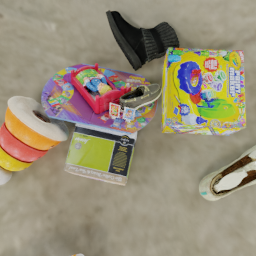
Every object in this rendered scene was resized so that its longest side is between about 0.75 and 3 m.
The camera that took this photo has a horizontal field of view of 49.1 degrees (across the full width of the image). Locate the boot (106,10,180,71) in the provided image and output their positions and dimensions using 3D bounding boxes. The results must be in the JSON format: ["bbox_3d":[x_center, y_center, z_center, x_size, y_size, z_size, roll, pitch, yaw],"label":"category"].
[{"bbox_3d":[0.385,-2.663,7.748,1.449,0.729,1.937,-31,87,-2],"label":"boot"}]

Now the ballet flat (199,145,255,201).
[{"bbox_3d":[2.920,1.073,6.855,2.506,0.781,0.845,-30,79,-7],"label":"ballet flat"}]

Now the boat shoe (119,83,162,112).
[{"bbox_3d":[0.319,-0.791,6.720,1.257,0.376,0.449,-31,46,-24],"label":"boat shoe"}]

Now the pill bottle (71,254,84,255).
[{"bbox_3d":[-2.003,3.627,5.974,2.354,1.319,1.319,-13,77,-3],"label":"pill bottle"}]

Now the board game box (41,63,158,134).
[{"bbox_3d":[-0.645,-1.032,6.915,2.897,0.564,2.289,12,47,3],"label":"board game box"}]

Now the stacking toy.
[{"bbox_3d":[-2.676,0.483,6.883,1.629,1.629,2.230,39,99,9],"label":"stacking toy"}]

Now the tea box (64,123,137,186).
[{"bbox_3d":[-0.605,0.556,6.870,1.461,0.977,1.438,13,77,3],"label":"tea box"}]

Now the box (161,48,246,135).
[{"bbox_3d":[1.825,-0.866,7.085,1.846,1.169,1.916,2,79,0],"label":"box"}]
